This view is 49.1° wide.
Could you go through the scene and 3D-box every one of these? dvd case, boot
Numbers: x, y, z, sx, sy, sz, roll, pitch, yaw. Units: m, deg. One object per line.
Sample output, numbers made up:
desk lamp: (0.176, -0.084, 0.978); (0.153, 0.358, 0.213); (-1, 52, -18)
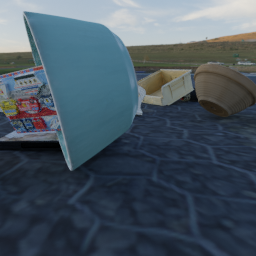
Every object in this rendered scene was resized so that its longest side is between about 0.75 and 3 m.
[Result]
dvd case: (-1.712, 0.144, 7.260); (2.691, 0.236, 1.920); (-1, 15, 9)
boot: (3.594, -1.898, 15.142); (1.625, 0.777, 2.152); (-3, 13, -1)

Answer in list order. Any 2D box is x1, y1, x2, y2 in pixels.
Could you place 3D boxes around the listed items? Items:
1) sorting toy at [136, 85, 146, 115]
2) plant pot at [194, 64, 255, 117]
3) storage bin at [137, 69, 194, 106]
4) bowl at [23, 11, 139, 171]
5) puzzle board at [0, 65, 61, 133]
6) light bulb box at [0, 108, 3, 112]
sorting toy: (-0.542, -1.319, 11.332); (2.506, 1.487, 2.783); (14, 42, -1)
plant pot: (3.366, -1.185, 10.212); (2.432, 1.122, 2.432); (30, -8, 5)
storage bin: (1.743, -2.077, 14.196); (2.220, 1.048, 2.236); (-31, 27, -27)
bowl: (-0.801, -0.795, 5.317); (1.521, 2.909, 2.909); (-17, 18, -15)
puzzle board: (-2.101, -0.508, 5.969); (1.921, 1.448, 0.167); (-4, 34, 30)
light bulb box: (-5.137, -1.295, 12.047); (1.617, 1.009, 1.603); (4, 14, 16)
